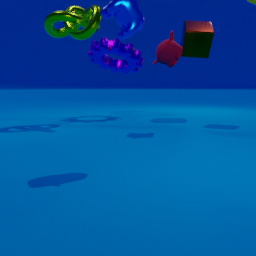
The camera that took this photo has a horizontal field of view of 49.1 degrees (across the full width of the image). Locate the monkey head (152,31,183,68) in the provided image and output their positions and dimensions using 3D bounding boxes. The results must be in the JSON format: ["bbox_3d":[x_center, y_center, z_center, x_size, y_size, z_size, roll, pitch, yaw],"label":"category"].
[{"bbox_3d":[1.098,-2.026,7.380,0.644,1.068,0.768,33,43,2],"label":"monkey head"}]

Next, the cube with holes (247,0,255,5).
[{"bbox_3d":[4.409,-4.539,9.190,0.731,0.731,0.731,43,14,30],"label":"cube with holes"}]

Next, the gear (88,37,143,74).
[{"bbox_3d":[-0.482,-2.750,10.870,2.082,0.385,2.082,11,-13,3],"label":"gear"}]

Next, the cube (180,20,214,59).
[{"bbox_3d":[2.548,-3.318,10.479,1.021,1.021,1.021,5,42,3],"label":"cube"}]

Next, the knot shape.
[{"bbox_3d":[-1.470,-3.234,8.545,1.754,0.866,1.874,21,40,41],"label":"knot shape"}]

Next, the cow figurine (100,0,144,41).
[{"bbox_3d":[0.006,-1.860,4.145,0.863,0.877,0.481,-46,21,-17],"label":"cow figurine"}]
